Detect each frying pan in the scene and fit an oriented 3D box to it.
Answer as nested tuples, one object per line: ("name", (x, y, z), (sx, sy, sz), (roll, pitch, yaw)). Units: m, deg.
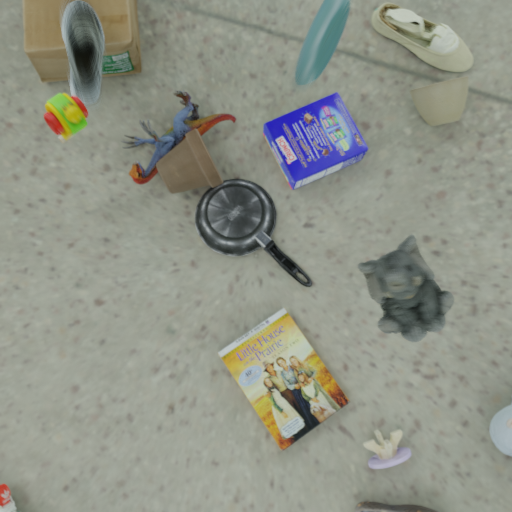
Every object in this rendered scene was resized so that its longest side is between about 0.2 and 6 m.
("frying pan", (-0.204, -0.355, 11.508), (1.726, 0.464, 2.853), (-24, 74, -5))

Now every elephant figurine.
("elephant figurine", (1.958, 0.290, 7.564), (1.273, 1.640, 1.161), (17, 61, 49))

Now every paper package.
("paper package", (-3.794, -5.080, 12.250), (2.303, 1.192, 2.195), (-7, 76, -2))

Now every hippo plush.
("hippo plush", (5.427, 3.161, 9.733), (2.658, 2.117, 2.137), (-40, 80, -9))

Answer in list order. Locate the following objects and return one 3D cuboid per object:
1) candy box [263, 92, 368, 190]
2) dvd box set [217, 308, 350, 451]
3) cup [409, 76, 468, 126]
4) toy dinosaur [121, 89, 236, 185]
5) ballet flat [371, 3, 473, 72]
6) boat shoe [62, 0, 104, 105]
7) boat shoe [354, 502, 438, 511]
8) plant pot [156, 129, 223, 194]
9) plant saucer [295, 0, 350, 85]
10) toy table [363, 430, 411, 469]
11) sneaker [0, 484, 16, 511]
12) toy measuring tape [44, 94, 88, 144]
("candy box", (1.224, -2.415, 11.854), (1.744, 0.672, 1.475), (-24, 79, -7))
("dvd box set", (0.521, 2.352, 10.846), (1.624, 0.326, 2.220), (-33, 78, -9))
("cup", (3.935, -3.244, 11.919), (1.190, 1.190, 0.851), (-13, 101, -3))
("toy dinosaur", (-1.758, -2.353, 11.662), (2.263, 1.188, 2.053), (16, 88, -3))
("ballet flat", (3.711, -4.887, 12.393), (2.507, 0.871, 0.871), (28, 78, 6))
("boat shoe", (-3.191, -3.975, 10.585), (0.785, 0.773, 2.179), (-4, 75, -26))
("boat shoe", (2.678, 4.876, 10.096), (1.797, 0.680, 0.645), (2, 79, 10))
("plant pot", (-1.414, -1.818, 11.467), (1.084, 1.243, 1.243), (-26, 77, 2))
("plant saucer", (1.091, -3.441, 8.884), (0.221, 1.613, 1.613), (29, 78, 9))
("toy table", (2.418, 3.570, 10.398), (0.818, 0.752, 0.479), (-18, 93, -18))
("sneaker", (-4.538, 4.793, 9.957), (2.472, 0.870, 1.156), (19, 82, 8))
("toy measuring tape", (-3.248, -2.314, 9.406), (0.697, 1.894, 0.697), (-2, 95, -26))
